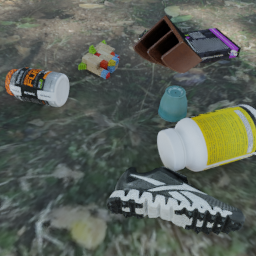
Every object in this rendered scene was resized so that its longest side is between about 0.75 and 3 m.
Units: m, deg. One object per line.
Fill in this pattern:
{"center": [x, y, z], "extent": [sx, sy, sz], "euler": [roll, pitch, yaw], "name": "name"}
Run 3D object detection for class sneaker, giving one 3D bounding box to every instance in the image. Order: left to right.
{"center": [1.070, 1.458, 6.227], "extent": [2.917, 0.969, 1.320], "euler": [8, 48, 11], "name": "sneaker"}

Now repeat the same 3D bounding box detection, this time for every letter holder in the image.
{"center": [1.003, -1.869, 7.083], "extent": [1.611, 1.145, 0.810], "euler": [7, 51, -60], "name": "letter holder"}

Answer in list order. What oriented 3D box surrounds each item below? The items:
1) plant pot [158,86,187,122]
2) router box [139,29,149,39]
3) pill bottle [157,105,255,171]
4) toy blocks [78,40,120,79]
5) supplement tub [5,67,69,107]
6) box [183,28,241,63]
{"center": [1.408, -0.790, 8.600], "extent": [0.903, 0.849, 0.903], "euler": [0, 45, 0], "name": "plant pot"}
{"center": [0.881, -4.031, 12.327], "extent": [0.567, 0.235, 0.757], "euler": [19, 48, 18], "name": "router box"}
{"center": [2.062, 0.296, 7.114], "extent": [2.440, 1.372, 1.372], "euler": [-13, 46, -14], "name": "pill bottle"}
{"center": [-0.885, -2.534, 10.528], "extent": [1.162, 0.850, 1.700], "euler": [28, 51, 11], "name": "toy blocks"}
{"center": [-2.897, -1.334, 8.984], "extent": [1.778, 1.090, 1.090], "euler": [10, 45, 10], "name": "supplement tub"}
{"center": [2.883, -3.353, 11.475], "extent": [2.696, 0.487, 1.927], "euler": [-10, 45, -12], "name": "box"}
